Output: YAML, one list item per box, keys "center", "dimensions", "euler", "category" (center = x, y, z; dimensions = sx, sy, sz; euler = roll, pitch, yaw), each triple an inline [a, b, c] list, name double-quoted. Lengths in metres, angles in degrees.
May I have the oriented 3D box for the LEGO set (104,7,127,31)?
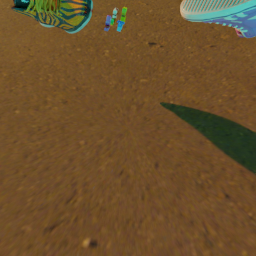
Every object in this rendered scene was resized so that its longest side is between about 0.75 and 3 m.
- center: [-0.231, -2.662, 6.687]
  dimensions: [0.397, 0.427, 1.040]
  euler: [15, 39, -1]
  category: "LEGO set"

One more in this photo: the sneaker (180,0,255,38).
- center: [2.519, -2.663, 6.814]
  dimensions: [2.497, 1.423, 0.905]
  euler: [-7, 61, 4]
  category: "sneaker"

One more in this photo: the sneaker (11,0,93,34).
- center: [-2.522, -3.682, 8.540]
  dimensions: [2.973, 1.153, 1.665]
  euler: [13, 6, 39]
  category: "sneaker"
